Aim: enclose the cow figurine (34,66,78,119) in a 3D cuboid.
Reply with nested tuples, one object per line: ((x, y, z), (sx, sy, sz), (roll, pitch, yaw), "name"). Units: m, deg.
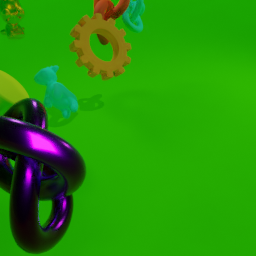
((-1.742, -0.930, 6.914), (0.650, 1.184, 1.165), (-36, 40, 23), "cow figurine")

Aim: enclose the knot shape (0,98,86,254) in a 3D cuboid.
((-1.205, 0.435, 3.450), (0.953, 1.931, 2.063), (-22, 76, -26), "knot shape")

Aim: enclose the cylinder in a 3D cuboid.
((-2.843, -0.526, 5.947), (1.048, 1.048, 1.048), (-40, 34, 14), "cylinder")

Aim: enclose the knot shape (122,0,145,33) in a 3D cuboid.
((0.186, -3.686, 8.666), (0.605, 1.225, 1.309), (4, 39, 7), "knot shape")

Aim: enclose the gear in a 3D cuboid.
((-0.573, -1.762, 6.114), (1.402, 1.402, 0.259), (-28, 8, -35), "gear")

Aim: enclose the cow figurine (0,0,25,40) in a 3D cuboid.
((-3.303, -3.180, 7.882), (0.721, 1.313, 1.292), (-19, 9, -25), "cow figurine")

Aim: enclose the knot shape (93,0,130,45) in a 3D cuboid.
((-0.718, -3.210, 8.108), (0.858, 1.856, 1.737), (23, 49, -27), "knot shape")
